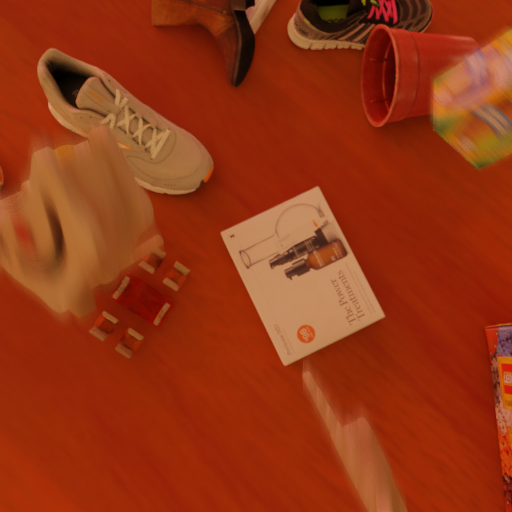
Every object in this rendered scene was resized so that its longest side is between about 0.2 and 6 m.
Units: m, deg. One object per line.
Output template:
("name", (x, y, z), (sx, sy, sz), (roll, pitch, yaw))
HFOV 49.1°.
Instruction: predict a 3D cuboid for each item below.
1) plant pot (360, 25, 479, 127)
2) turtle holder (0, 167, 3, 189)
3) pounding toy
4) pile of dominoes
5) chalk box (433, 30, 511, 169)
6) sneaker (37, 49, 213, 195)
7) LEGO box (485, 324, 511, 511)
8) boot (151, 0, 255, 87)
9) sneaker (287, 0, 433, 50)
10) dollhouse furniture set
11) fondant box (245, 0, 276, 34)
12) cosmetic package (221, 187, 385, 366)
("plant pot", (2.832, -3.083, 9.584), (1.605, 1.650, 1.650), (-4, 81, -8))
("turtle holder", (-4.936, -1.380, 9.649), (1.214, 0.922, 0.862), (1, 77, 39))
("pounding toy", (-2.103, -0.481, 6.628), (1.637, 2.862, 1.642), (48, 47, 3))
("pile of dominoes", (1.636, 2.958, 6.295), (0.565, 3.550, 2.767), (-26, 104, -3))
("chalk box", (3.221, -2.047, 7.050), (1.031, 1.657, 1.026), (31, 54, -26))
("sneaker", (-2.281, -2.207, 9.377), (3.392, 1.560, 1.284), (30, 83, 4))
("LEGO box", (6.179, 2.608, 8.508), (4.509, 1.740, 3.358), (-3, 81, 0))
("boot", (-1.049, -4.089, 10.013), (1.995, 1.878, 0.683), (14, 39, 19))
("sneaker", (1.900, -4.310, 9.910), (2.645, 1.157, 0.976), (-3, 81, -1))
("dollhouse furniture set", (-2.209, 0.554, 9.437), (1.709, 0.890, 1.727), (35, 83, -6))
("fondant box", (-0.524, -5.018, 10.350), (1.754, 0.511, 1.266), (30, 84, 4))
("cosmetic package", (0.753, 0.337, 9.454), (1.855, 0.636, 2.460), (-26, 82, -1))
